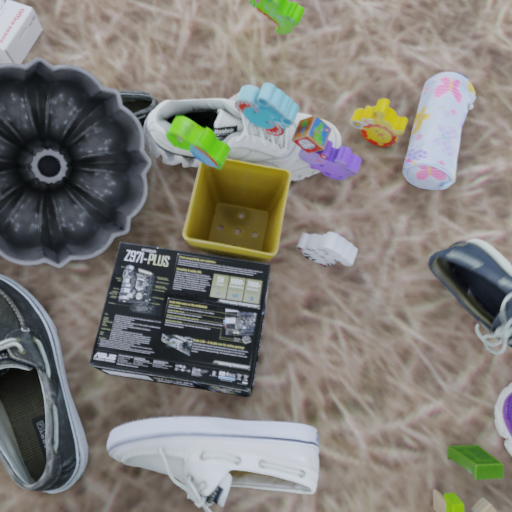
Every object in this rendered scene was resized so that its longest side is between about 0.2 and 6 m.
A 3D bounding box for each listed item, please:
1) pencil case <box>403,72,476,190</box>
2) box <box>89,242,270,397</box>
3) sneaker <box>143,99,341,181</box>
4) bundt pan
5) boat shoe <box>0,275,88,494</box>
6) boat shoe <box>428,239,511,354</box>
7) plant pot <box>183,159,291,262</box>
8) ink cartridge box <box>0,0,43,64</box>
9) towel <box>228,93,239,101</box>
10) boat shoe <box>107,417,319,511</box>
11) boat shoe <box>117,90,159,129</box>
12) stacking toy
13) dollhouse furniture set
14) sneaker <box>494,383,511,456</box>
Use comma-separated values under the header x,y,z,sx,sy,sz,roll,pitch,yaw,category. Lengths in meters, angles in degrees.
x,y,z,sx,sy,sz,roll,pitch,yaw,category
3.013,-2.044,9.218,0.875,0.802,1.930,26,71,-16,pencil case
-1.018,0.932,8.106,2.230,0.960,1.826,8,71,3,box
-0.145,-1.832,8.649,3.154,1.278,1.185,2,86,-10,sneaker
-3.117,-1.330,8.297,2.916,1.095,2.916,-5,102,-25,bundt pan
-3.295,1.598,7.753,1.221,1.202,3.389,-30,74,-10,boat shoe
3.474,0.784,7.623,0.856,1.037,2.769,-13,50,-24,boat shoe
-0.276,-0.571,8.484,1.338,1.180,1.338,11,73,1,plant pot
-4.719,-4.077,10.020,1.379,0.572,1.012,21,73,7,ink cartridge box
-0.434,-2.033,9.473,1.615,0.278,1.070,-41,77,-12,towel
-0.569,2.878,7.373,2.852,1.054,1.216,4,55,-6,boat shoe
-2.741,-2.403,9.307,2.380,0.844,0.858,-9,71,-3,boat shoe
0.594,-1.793,8.177,3.583,0.842,2.701,34,70,-30,stacking toy
2.907,3.603,7.568,0.930,0.719,1.861,0,90,-8,dollhouse furniture set
4.474,3.048,7.174,1.335,1.381,3.312,-37,76,-11,sneaker
